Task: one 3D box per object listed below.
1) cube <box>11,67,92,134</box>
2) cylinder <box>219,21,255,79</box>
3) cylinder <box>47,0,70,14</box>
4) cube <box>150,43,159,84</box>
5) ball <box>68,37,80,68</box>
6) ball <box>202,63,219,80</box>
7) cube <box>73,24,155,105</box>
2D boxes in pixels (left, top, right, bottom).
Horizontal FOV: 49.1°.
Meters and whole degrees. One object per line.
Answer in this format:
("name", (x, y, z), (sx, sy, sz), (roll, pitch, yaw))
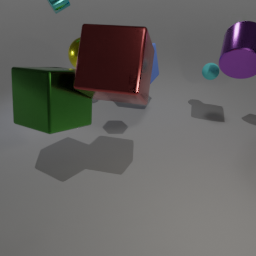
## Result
("cube", (-1.855, -0.762, 6.953), (1.400, 1.400, 1.400), (13, 17, 34))
("cylinder", (3.943, -2.663, 9.627), (1.400, 1.400, 1.400), (11, 60, 18))
("cylinder", (-2.785, -5.071, 11.207), (0.700, 0.700, 0.700), (-33, 38, -5))
("cube", (0.409, -2.699, 11.881), (1.400, 1.400, 1.400), (0, 27, 22))
("ball", (-1.762, -3.038, 11.568), (1.400, 1.400, 1.400), (0, 31, 0))
("ball", (3.439, -2.353, 11.659), (0.700, 0.700, 0.700), (0, 31, 0))
("cube", (-0.245, -1.375, 6.344), (1.400, 1.400, 1.400), (7, -2, 12))
